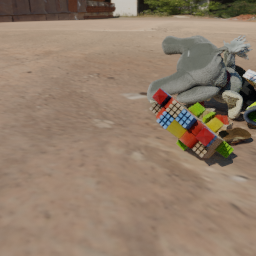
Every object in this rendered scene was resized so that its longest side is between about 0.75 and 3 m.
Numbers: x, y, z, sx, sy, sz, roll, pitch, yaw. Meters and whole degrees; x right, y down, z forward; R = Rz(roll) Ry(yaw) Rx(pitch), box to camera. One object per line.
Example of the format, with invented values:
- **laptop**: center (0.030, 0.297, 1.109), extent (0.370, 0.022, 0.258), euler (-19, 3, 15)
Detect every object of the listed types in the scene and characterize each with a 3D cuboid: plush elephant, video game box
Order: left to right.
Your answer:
- **plush elephant**: center (2.452, -1.520, 8.578), extent (2.966, 2.297, 2.443), euler (-7, 58, 34)
- **video game box**: center (4.431, -1.141, 8.722), extent (1.466, 0.343, 1.336), euler (36, 13, -16)

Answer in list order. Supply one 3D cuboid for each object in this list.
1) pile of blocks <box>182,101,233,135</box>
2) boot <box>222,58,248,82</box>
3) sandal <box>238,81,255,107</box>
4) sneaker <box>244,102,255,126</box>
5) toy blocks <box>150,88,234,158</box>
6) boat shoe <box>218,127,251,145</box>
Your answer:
- **pile of blocks**: center (2.064, -0.398, 8.148), extent (0.945, 0.716, 2.303), euler (-11, 27, -22)
- **boot**: center (3.541, -2.133, 11.425), extent (2.304, 0.852, 1.888), euler (25, -8, -23)
- **sandal**: center (4.119, -0.940, 9.411), extent (0.719, 0.458, 1.914), euler (-28, 38, 8)
- **sneaker**: center (4.199, -0.255, 7.432), extent (2.301, 0.850, 0.931), euler (1, 14, 41)
- **toy blocks**: center (1.225, -0.115, 6.223), extent (2.203, 1.101, 1.506), euler (45, 14, 24)
- **boat shoe**: center (2.684, 0.248, 7.174), extent (1.015, 0.365, 0.366), euler (-7, 50, -24)
